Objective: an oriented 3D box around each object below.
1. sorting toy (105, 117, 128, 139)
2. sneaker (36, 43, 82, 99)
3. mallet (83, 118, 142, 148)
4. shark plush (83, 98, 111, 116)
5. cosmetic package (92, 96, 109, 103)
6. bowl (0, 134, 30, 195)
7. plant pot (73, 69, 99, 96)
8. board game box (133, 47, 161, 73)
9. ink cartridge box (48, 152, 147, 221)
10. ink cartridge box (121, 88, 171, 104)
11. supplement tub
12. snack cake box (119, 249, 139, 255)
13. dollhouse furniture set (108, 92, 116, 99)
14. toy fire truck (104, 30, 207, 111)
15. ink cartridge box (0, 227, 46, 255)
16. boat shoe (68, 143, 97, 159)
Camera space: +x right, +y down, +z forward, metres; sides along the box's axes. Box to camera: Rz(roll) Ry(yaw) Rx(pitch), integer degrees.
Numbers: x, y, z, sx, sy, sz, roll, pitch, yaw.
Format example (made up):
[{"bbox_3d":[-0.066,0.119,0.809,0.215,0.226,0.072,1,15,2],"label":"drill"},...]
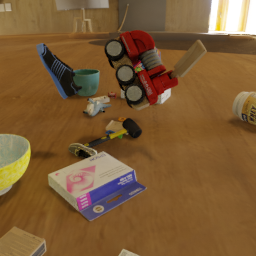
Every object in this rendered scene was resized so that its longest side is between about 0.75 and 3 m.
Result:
[{"bbox_3d":[-0.351,0.013,11.357,0.919,0.222,1.632,13,29,12],"label":"sorting toy"},{"bbox_3d":[-2.133,-1.864,8.787,0.724,1.858,0.652,-27,14,1],"label":"sneaker"},{"bbox_3d":[-0.677,0.232,10.471,2.425,0.499,0.799,-16,48,-23],"label":"mallet"},{"bbox_3d":[-1.411,-0.871,13.282,0.725,0.791,1.740,35,17,22],"label":"shark plush"},{"bbox_3d":[-1.468,-1.436,14.500,0.961,0.243,0.396,-17,28,-32],"label":"cosmetic package"},{"bbox_3d":[-3.730,1.152,7.665,2.213,1.191,2.213,-1,25,0],"label":"bowl"},{"bbox_3d":[-2.342,-2.505,15.597,1.573,1.263,1.573,-1,23,0],"label":"plant pot"},{"bbox_3d":[0.645,-2.591,11.456,1.545,1.955,0.381,2,-4,-11],"label":"board game box"},{"bbox_3d":[-0.859,1.486,7.874,2.009,0.443,2.046,-20,30,-38],"label":"ink cartridge box"},{"bbox_3d":[0.999,-2.135,15.159,2.307,0.955,1.681,11,27,22],"label":"ink cartridge box"},{"bbox_3d":[5.486,-0.770,11.731,1.316,1.316,1.822,-16,29,-32],"label":"supplement tub"},{"bbox_3d":[-0.068,2.789,5.090,0.599,0.350,1.041,14,28,24],"label":"snack cake box"},{"bbox_3d":[-0.834,-1.867,15.346,0.426,0.322,0.791,2,25,5],"label":"dollhouse furniture set"},{"bbox_3d":[0.865,-2.172,9.085,2.745,2.417,1.766,-24,-5,1],"label":"toy fire truck"},{"bbox_3d":[-2.256,2.504,5.734,0.890,0.334,0.733,11,26,24],"label":"ink cartridge box"},{"bbox_3d":[-1.582,0.796,9.426,1.078,0.385,0.322,14,22,19],"label":"boat shoe"}]
